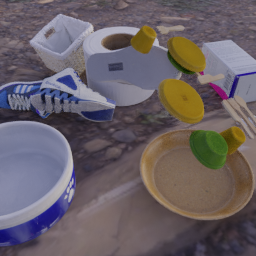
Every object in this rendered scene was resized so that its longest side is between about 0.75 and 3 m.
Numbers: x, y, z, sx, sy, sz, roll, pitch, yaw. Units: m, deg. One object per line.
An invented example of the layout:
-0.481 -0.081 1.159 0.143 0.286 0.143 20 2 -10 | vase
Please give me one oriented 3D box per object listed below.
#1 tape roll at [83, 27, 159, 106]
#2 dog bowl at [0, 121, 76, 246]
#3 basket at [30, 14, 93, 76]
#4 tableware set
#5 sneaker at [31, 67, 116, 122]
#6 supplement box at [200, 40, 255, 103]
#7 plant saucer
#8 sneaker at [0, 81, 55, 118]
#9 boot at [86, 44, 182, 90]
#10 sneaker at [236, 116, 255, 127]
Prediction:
-0.237 -2.212 9.816 2.541 1.745 2.541 0 44 0 | tape roll
-2.735 1.193 6.672 2.887 1.137 2.887 0 43 0 | dog bowl
-2.295 -3.047 10.614 1.795 1.443 1.778 27 69 27 | basket
1.047 -0.682 4.925 1.903 0.434 2.826 -20 71 -40 | tableware set
-1.571 -1.164 8.715 2.525 1.020 1.458 11 57 -11 | sneaker
3.633 -2.042 10.027 1.237 1.211 2.393 -12 45 -12 | supplement box
1.694 1.167 7.164 2.808 0.497 2.808 0 44 0 | plant saucer
-3.217 -0.837 9.014 2.092 0.843 1.531 -17 42 -24 | sneaker
0.329 -1.505 6.690 2.716 0.999 1.298 14 23 40 | boot
3.817 -0.247 8.752 0.829 0.367 0.312 5 45 5 | sneaker
